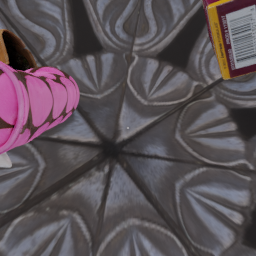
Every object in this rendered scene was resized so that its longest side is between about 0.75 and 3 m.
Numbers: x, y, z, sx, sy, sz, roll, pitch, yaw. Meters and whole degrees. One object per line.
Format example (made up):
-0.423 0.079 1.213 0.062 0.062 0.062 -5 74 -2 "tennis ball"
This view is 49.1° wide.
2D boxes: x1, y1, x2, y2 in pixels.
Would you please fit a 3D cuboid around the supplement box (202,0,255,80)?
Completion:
1.890 -1.963 4.939 0.949 1.222 2.215 -13 33 18 "supplement box"

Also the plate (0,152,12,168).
-2.116 0.056 3.408 1.175 1.178 0.190 37 104 42 "plate"

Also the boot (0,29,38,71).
-3.104 -1.696 5.504 1.974 2.543 0.975 5 53 36 "boot"

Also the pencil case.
-1.522 -0.417 3.917 1.202 2.565 1.164 38 96 -5 "pencil case"
